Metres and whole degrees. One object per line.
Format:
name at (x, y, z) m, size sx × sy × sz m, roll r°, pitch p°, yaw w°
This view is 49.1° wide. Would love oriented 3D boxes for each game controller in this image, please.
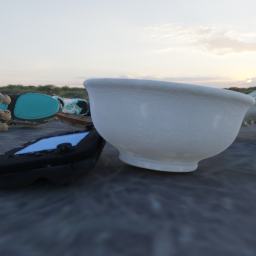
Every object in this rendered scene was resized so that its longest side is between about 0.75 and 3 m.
game controller at (-0.919, 0.271, 3.653) m, size 1.192 × 0.481 × 2.285 m, roll 0°, pitch 6°, yaw 0°

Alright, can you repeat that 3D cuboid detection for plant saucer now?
plant saucer at (-1.265, -0.179, 7.172) m, size 1.245 × 0.228 × 1.245 m, roll 13°, pitch 6°, yaw -1°

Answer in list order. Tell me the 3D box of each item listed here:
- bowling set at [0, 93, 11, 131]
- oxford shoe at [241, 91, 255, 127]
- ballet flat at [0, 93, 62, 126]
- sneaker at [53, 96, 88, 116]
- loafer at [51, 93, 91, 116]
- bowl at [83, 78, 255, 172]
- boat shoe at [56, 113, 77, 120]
bowling set at (-3.352, -0.185, 6.677) m, size 0.768 × 1.431 × 0.996 m, roll 25°, pitch 50°, yaw 4°
oxford shoe at (2.667, -0.345, 6.413) m, size 2.535 × 0.732 × 0.953 m, roll -25°, pitch -4°, yaw 23°
ballet flat at (-3.293, -0.488, 8.342) m, size 2.947 × 1.060 × 1.060 m, roll 2°, pitch 7°, yaw 6°
sneaker at (-3.118, -0.827, 12.113) m, size 1.695 × 0.942 × 2.423 m, roll 1°, pitch -1°, yaw 41°
loafer at (-2.498, -1.153, 13.684) m, size 2.905 × 1.050 × 1.057 m, roll 1°, pitch 5°, yaw 4°
bowl at (0.434, -0.011, 3.564) m, size 2.095 × 0.942 × 2.095 m, roll 7°, pitch 3°, yaw 0°
boat shoe at (-2.442, -0.471, 10.979) m, size 0.946 × 0.306 × 0.346 m, roll 0°, pitch 6°, yaw -4°
